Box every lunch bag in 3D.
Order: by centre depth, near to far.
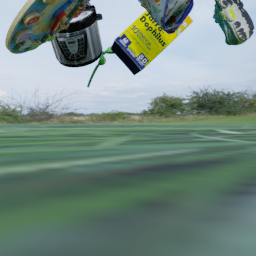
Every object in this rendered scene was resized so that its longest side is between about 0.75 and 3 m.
[{"bbox_3d":[0.823,-3.315,6.533,1.088,1.494,1.757,-26,-25,-19],"label":"lunch bag"}]

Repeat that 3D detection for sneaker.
[{"bbox_3d":[2.221,-2.772,6.544,0.706,1.822,0.726,-29,9,-21],"label":"sneaker"}]

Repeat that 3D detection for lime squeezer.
[{"bbox_3d":[-0.762,-2.614,10.961,2.514,0.888,0.474,-33,20,1],"label":"lime squeezer"}]

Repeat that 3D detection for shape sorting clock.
[{"bbox_3d":[-1.680,-2.742,6.625,0.567,2.891,2.891,45,-11,-12],"label":"shape sorting clock"}]

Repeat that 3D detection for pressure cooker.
[{"bbox_3d":[-1.821,-3.216,9.282,1.749,1.958,1.722,25,52,30],"label":"pressure cooker"}]

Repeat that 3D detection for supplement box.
[{"bbox_3d":[0.754,-3.149,9.547,2.422,1.318,1.326,-45,9,-5],"label":"supplement box"}]
